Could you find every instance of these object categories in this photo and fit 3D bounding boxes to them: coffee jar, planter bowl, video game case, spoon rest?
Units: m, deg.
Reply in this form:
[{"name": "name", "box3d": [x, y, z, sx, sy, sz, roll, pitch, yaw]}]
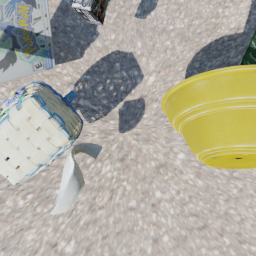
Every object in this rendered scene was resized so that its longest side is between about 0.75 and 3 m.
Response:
[{"name": "coffee jar", "box3d": [3.308, -2.002, 5.518, 1.510, 2.896, 1.236, -8, 47, -6]}, {"name": "planter bowl", "box3d": [2.055, 0.084, 5.301, 2.881, 2.881, 1.200, 4, 71, 1]}, {"name": "video game case", "box3d": [-2.994, -2.288, 6.063, 2.717, 2.981, 0.328, -25, 52, -29]}, {"name": "spoon rest", "box3d": [-1.047, 0.867, 5.404, 0.573, 0.938, 1.889, 30, 30, -4]}]

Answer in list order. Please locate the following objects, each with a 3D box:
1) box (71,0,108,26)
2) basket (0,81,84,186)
[{"name": "box", "box3d": [-0.625, -3.082, 5.692, 0.411, 1.304, 1.653, 14, 100, 3]}, {"name": "basket", "box3d": [-1.848, -0.024, 5.644, 1.945, 2.206, 1.535, -42, 100, 2]}]
